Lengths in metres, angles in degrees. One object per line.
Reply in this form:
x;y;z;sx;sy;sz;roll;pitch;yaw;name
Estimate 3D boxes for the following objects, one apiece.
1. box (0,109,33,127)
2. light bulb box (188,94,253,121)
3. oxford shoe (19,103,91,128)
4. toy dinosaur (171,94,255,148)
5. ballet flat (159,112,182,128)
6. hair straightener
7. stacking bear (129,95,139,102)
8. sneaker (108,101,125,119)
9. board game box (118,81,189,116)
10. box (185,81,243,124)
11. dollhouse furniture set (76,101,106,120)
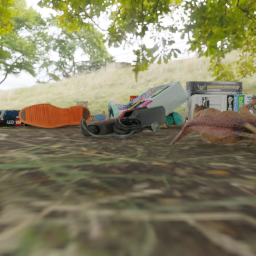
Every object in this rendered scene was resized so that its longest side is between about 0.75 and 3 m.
-4.343;-0.352;9.307;2.807;0.529;1.917;0;4;6;box
2.425;-0.435;7.564;1.458;0.910;1.445;1;4;7;light bulb box
-2.112;-0.251;8.087;2.002;0.714;0.730;2;-19;-29;oxford shoe
1.272;-0.021;3.560;1.604;0.688;1.087;-5;9;18;toy dinosaur
1.214;-0.240;8.504;0.465;0.470;1.382;-12;-4;31;ballet flat
0.109;-0.161;5.521;1.007;0.535;2.616;1;5;35;hair straightener
0.306;-0.994;13.819;0.757;1.247;0.709;2;4;24;stacking bear
0.001;-0.722;11.502;1.582;0.879;2.261;-7;5;-5;sneaker
0.660;-0.656;8.222;1.450;0.632;1.965;-34;11;-12;board game box
2.899;-0.831;9.481;1.870;1.481;0.452;-1;3;-9;box
-2.038;-0.870;14.270;1.374;0.950;1.456;3;4;37;dollhouse furniture set
